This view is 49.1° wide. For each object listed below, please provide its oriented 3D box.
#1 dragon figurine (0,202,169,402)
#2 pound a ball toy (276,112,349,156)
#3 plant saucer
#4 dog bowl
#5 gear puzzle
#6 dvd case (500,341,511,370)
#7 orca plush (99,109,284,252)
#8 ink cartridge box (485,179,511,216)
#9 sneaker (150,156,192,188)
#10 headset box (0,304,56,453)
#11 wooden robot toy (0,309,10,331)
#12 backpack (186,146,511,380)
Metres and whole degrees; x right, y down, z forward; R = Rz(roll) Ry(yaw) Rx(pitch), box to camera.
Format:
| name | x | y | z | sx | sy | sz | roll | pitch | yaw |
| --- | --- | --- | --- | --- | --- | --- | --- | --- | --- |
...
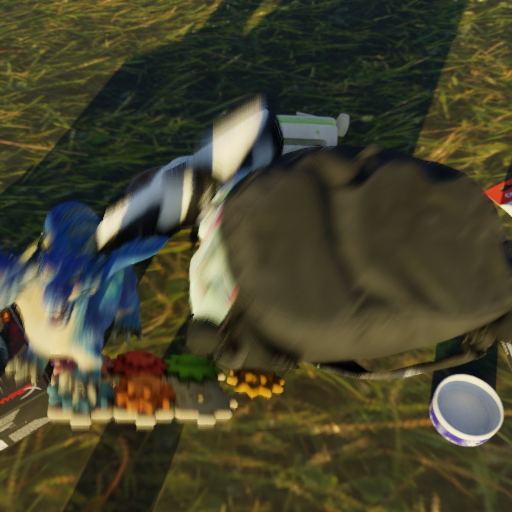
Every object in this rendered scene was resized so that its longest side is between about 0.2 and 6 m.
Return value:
| name | x | y | z | sx | sy | sz | roll | pitch | yaw |
| --- | --- | --- | --- | --- | --- | --- | --- | --- | --- |
| dragon figurine | -2.060 | 0.187 | 7.329 | 1.392 | 2.352 | 4.731 | 21 | 25 | 3 |
| pound a ball toy | 0.987 | -2.556 | 12.078 | 2.047 | 0.870 | 1.335 | 4 | 26 | 3 |
| plant saucer | -1.656 | -1.098 | 11.056 | 1.768 | 0.304 | 1.768 | 2 | 50 | -3 |
| dog bowl | 3.113 | 2.299 | 8.352 | 0.988 | 0.389 | 0.988 | 0 | 51 | 0 |
| gear puzzle | -1.156 | 1.747 | 8.005 | 3.408 | 0.446 | 1.765 | 5 | 15 | -18 |
| dvd case | 4.658 | 1.234 | 9.317 | 1.288 | 0.212 | 1.713 | -4 | 51 | -3 |
| orca plush | -1.081 | -0.675 | 9.120 | 3.990 | 2.099 | 1.418 | -34 | 96 | -7 |
| ink cartridge box | 5.427 | -1.136 | 11.149 | 1.071 | 0.376 | 1.318 | -24 | 60 | -18 |
| sneaker | -0.760 | -1.458 | 10.550 | 2.637 | 1.028 | 1.310 | -27 | 24 | -18 |
| headset box | -4.544 | 1.575 | 8.309 | 2.202 | 1.143 | 2.959 | -28 | 64 | -21 |
| wooden robot toy | -3.949 | 0.954 | 7.497 | 1.207 | 1.172 | 2.659 | -9 | 57 | -24 |
| backpack | 0.725 | 0.211 | 7.431 | 3.602 | 4.316 | 2.732 | 5 | 77 | -14 |
